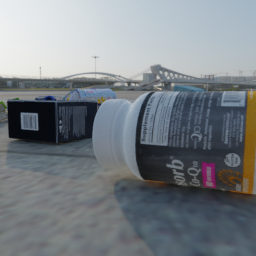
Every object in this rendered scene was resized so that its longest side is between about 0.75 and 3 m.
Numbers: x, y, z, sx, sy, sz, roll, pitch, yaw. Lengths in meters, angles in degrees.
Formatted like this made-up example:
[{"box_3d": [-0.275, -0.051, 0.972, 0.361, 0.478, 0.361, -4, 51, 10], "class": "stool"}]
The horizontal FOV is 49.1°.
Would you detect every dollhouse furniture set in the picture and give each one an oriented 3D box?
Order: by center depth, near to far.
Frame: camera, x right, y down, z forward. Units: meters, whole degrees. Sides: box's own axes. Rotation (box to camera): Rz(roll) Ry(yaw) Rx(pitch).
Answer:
[{"box_3d": [-4.838, -0.348, 10.078, 2.171, 0.838, 1.085, -23, 22, -19], "class": "dollhouse furniture set"}]

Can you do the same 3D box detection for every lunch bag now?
[{"box_3d": [-1.395, -0.891, 10.113, 1.424, 1.067, 1.679, -6, -10, -35], "class": "lunch bag"}]

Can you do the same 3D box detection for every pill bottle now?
[{"box_3d": [0.606, 0.114, 3.221, 1.853, 1.078, 1.078, 2, 7, 23], "class": "pill bottle"}]

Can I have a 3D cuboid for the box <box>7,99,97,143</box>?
[{"box_3d": [-1.709, -0.214, 6.493, 1.470, 0.911, 1.445, 4, 8, 28], "class": "box"}]

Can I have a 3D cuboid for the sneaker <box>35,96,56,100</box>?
[{"box_3d": [-3.087, -0.858, 11.578, 0.923, 0.961, 2.450, 2, 7, 10], "class": "sneaker"}]

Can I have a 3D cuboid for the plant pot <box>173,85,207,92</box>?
[{"box_3d": [3.091, -1.251, 13.350, 1.452, 1.421, 1.425, 15, 15, 41], "class": "plant pot"}]

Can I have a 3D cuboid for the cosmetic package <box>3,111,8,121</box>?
[{"box_3d": [-4.686, -0.515, 11.294, 0.500, 0.351, 0.986, -2, 6, -13], "class": "cosmetic package"}]

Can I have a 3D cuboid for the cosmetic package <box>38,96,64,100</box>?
[{"box_3d": [-3.123, -1.182, 14.237, 1.346, 0.950, 2.600, 4, 9, 29], "class": "cosmetic package"}]
